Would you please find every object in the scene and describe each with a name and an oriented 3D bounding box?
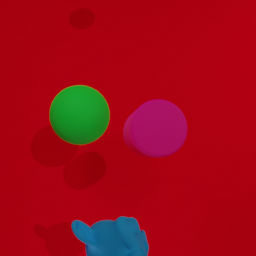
[{"bbox_3d":[-0.200,2.148,4.657,1.039,1.240,1.724,-26,116,9],"label":"monkey head"},{"bbox_3d":[0.441,0.047,4.950,0.944,0.944,0.944,1,84,-9],"label":"cylinder"},{"bbox_3d":[-1.066,-0.287,6.236,1.317,1.317,1.317,0,76,0],"label":"ball"}]
